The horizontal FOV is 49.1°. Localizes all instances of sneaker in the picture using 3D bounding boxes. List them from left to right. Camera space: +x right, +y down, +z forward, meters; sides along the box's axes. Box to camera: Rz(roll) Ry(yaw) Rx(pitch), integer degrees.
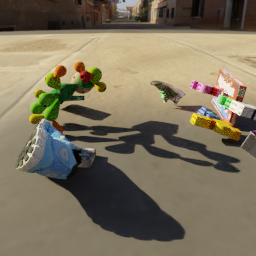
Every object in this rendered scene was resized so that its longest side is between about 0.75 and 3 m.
[{"bbox_3d":[-1.572,0.551,5.824,1.144,0.997,2.544,30,1,-17],"label":"sneaker"},{"bbox_3d":[1.359,-1.201,9.843,1.459,0.646,0.561,21,5,-27],"label":"sneaker"}]

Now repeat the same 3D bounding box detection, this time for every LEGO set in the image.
[{"bbox_3d":[2.314,-0.482,7.771,1.219,1.133,2.970,14,17,-15],"label":"LEGO set"}]

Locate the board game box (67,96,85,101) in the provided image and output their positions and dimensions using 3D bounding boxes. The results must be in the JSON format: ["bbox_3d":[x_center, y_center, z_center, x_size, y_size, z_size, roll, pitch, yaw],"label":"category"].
[{"bbox_3d":[-2.160,-1.010,9.686,0.808,0.168,1.194,-5,5,-40],"label":"board game box"}]

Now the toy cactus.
[{"bbox_3d":[-1.508,-1.046,7.978,2.896,1.481,2.390,-35,5,39],"label":"toy cactus"}]

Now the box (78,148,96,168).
[{"bbox_3d":[-1.192,0.672,6.542,0.778,0.188,0.616,3,24,6],"label":"box"}]

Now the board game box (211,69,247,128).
[{"bbox_3d":[3.197,-1.056,9.098,0.242,1.279,2.485,10,23,1],"label":"board game box"}]

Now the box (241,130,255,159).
[{"bbox_3d":[3.350,0.555,5.166,2.304,0.416,1.647,-9,42,-40],"label":"box"}]
